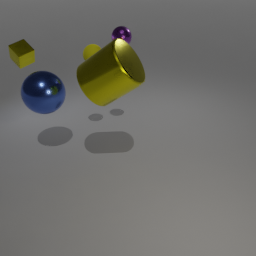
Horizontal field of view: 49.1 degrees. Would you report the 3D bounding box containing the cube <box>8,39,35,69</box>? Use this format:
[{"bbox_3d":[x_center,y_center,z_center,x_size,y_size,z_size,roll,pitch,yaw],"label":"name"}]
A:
[{"bbox_3d":[-4.164,-2.911,11.009,0.700,0.700,0.700,45,59,12],"label":"cube"}]

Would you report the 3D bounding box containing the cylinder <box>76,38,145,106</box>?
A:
[{"bbox_3d":[-0.466,-1.516,7.817,1.400,1.400,1.400,-27,16,29],"label":"cylinder"}]

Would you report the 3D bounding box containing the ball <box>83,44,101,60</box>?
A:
[{"bbox_3d":[-1.207,-2.536,9.673,0.700,0.700,0.700,0,29,0],"label":"ball"}]

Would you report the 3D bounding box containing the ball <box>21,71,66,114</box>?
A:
[{"bbox_3d":[-2.735,-1.148,9.088,1.400,1.400,1.400,0,29,0],"label":"ball"}]

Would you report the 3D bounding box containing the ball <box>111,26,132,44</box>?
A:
[{"bbox_3d":[-0.220,-3.137,9.631,0.700,0.700,0.700,0,29,0],"label":"ball"}]
